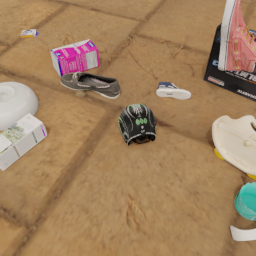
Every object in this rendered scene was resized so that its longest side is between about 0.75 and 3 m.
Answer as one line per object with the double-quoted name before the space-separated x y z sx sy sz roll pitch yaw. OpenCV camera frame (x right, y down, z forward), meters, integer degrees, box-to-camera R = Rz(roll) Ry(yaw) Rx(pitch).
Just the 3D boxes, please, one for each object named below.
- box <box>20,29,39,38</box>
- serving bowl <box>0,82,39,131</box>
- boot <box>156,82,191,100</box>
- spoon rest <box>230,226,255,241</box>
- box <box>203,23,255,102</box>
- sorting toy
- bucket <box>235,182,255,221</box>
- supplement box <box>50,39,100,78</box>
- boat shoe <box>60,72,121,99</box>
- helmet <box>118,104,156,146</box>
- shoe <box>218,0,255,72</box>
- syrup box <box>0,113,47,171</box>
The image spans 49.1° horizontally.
"box" -5.360 -5.150 15.269 0.914 0.190 0.544 -7 49 -3
"serving bowl" -4.958 -1.065 11.282 2.490 0.819 2.490 0 50 0
"boot" 1.969 -1.659 11.977 1.453 0.529 0.656 9 55 8
"spoon rest" 4.003 2.794 7.951 2.036 0.617 1.012 -14 88 -8
"box" 4.647 -2.620 11.401 2.697 2.677 0.670 30 54 23
"sorting toy" 4.474 0.417 9.797 2.532 1.352 2.279 36 50 29
"bucket" 3.787 2.250 8.480 1.028 0.669 1.028 0 48 0
"supplement box" -2.432 -3.245 13.058 1.985 1.026 1.005 -22 51 -20
"boat shoe" -1.650 -2.069 12.149 2.863 0.816 0.957 16 51 14
"helmet" 0.332 -0.184 10.198 1.504 1.504 1.434 -10 67 -9
"shoe" 3.976 -3.227 9.766 1.319 2.901 1.036 12 50 22
"syrup box" -3.938 0.450 9.944 0.793 0.820 2.015 30 55 24
